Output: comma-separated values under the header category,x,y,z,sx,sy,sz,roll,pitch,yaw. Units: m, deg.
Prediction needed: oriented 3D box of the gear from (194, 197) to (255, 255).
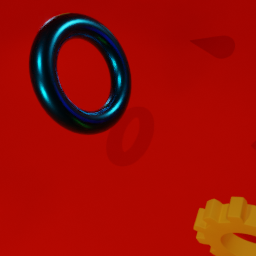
category,x,y,z,sx,sy,sz,roll,pitch,yaw
gear,1.730,1.539,3.864,1.568,1.568,0.290,18,52,16

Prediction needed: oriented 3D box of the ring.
category,x,y,z,sx,sy,sz,roll,pitch,yaw
ring,-0.710,-0.919,4.849,0.418,2.090,2.090,-6,36,43
